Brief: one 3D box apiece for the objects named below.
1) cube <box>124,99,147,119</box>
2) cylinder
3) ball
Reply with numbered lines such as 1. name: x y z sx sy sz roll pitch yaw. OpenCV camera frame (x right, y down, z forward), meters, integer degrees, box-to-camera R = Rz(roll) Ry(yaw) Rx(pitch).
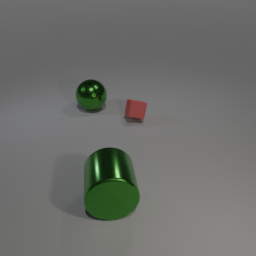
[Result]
1. cube: 0.318 -0.804 11.784 0.700 0.700 0.700 8 7 -17
2. cylinder: -0.474 1.467 7.524 1.400 1.400 1.400 -4 30 -6
3. ball: -1.653 -1.488 12.620 1.400 1.400 1.400 0 30 0
